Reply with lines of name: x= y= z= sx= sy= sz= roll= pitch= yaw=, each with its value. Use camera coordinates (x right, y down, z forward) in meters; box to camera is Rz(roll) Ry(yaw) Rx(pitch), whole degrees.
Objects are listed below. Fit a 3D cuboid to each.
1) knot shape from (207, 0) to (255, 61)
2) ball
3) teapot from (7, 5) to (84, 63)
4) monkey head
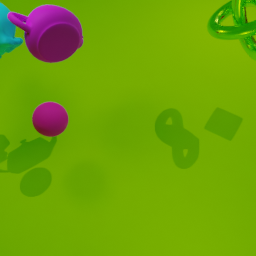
knot shape: x=2.871 y=-2.443 z=6.372 sx=0.947 sy=2.049 sz=1.917 roll=-4 pitch=75 yaw=-37
ball: x=-1.807 y=-0.202 z=6.536 sx=0.820 sy=0.820 sz=0.820 roll=0 pitch=59 yaw=0
teapot: x=-1.637 y=-2.108 z=6.179 sx=2.022 sy=1.257 sz=0.990 roll=2 pitch=44 yaw=-49
monkey head: x=-3.086 y=-2.087 z=6.149 sx=1.363 sy=1.142 sz=1.895 roll=-35 pitch=25 yaw=-2
